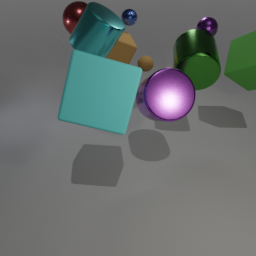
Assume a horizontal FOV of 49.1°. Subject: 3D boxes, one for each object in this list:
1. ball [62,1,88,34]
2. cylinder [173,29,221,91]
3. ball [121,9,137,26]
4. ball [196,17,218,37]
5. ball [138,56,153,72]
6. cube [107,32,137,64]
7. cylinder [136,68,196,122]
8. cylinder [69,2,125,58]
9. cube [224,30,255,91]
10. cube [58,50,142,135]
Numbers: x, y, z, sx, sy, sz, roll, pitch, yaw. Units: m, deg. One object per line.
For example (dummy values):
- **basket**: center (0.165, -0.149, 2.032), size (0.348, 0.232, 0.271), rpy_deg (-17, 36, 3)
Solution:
- **ball**: center (-1.984, -4.457, 11.529), size (1.400, 1.400, 1.400), rpy_deg (0, 30, 0)
- **cylinder**: center (2.148, -2.158, 8.894), size (1.400, 1.400, 1.400), rpy_deg (3, 49, 5)
- **ball**: center (0.056, -4.802, 12.159), size (0.700, 0.700, 0.700), rpy_deg (0, 30, 0)
- **ball**: center (2.604, -3.288, 9.223), size (0.700, 0.700, 0.700), rpy_deg (0, 30, 0)
- **ball**: center (0.770, -2.828, 12.330), size (0.700, 0.700, 0.700), rpy_deg (0, 30, 0)
- **cube**: center (-0.652, -3.400, 12.101), size (1.400, 1.400, 1.400), rpy_deg (12, 36, -26)
- **cylinder**: center (1.008, -0.885, 7.927), size (1.400, 1.400, 1.400), rpy_deg (-4, 3, -7)
- **cylinder**: center (-1.031, -3.165, 9.343), size (1.400, 1.400, 1.400), rpy_deg (27, 35, -21)
- **cube**: center (4.336, -2.252, 9.400), size (1.400, 1.400, 1.400), rpy_deg (23, -15, -28)
- **cube**: center (-0.633, -0.809, 6.138), size (1.400, 1.400, 1.400), rpy_deg (13, 11, -10)
